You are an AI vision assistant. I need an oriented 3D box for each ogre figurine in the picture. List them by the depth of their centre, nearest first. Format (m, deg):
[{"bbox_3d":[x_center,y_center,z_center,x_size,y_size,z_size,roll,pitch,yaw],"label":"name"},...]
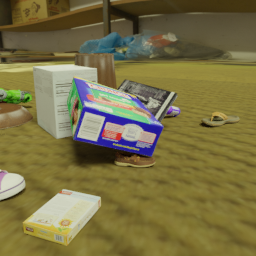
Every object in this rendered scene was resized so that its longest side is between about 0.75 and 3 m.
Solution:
[{"bbox_3d":[-5.741,-1.343,12.067,2.729,1.339,1.636,19,3,12],"label":"ogre figurine"}]

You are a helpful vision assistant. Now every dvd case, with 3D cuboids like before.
[{"bbox_3d":[0.389,-0.855,9.063,1.991,0.159,1.480,19,56,25],"label":"dvd case"}]

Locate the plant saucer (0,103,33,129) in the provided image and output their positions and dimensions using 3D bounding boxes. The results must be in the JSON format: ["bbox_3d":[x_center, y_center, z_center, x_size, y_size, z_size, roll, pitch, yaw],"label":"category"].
[{"bbox_3d":[-4.989,-0.501,10.467,2.717,0.497,2.717,-1,17,0],"label":"plant saucer"}]

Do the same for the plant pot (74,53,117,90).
[{"bbox_3d":[-1.540,-2.311,13.224,2.393,2.369,2.393,1,16,0],"label":"plant pot"}]

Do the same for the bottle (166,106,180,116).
[{"bbox_3d":[1.601,-0.675,10.777,0.919,0.300,0.384,9,-36,-40],"label":"bottle"}]

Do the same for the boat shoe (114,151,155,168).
[{"bbox_3d":[0.160,0.724,6.632,0.980,0.331,0.353,2,16,7],"label":"boat shoe"}]

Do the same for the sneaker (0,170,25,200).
[{"bbox_3d":[-2.948,0.764,5.185,1.953,1.114,0.708,0,15,-4],"label":"sneaker"}]

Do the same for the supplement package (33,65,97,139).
[{"bbox_3d":[-2.072,-0.979,9.312,1.510,2.053,1.963,-11,21,-32],"label":"supplement package"}]

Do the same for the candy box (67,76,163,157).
[{"bbox_3d":[-0.458,-0.360,7.118,1.967,0.896,2.327,14,19,-22],"label":"candy box"}]

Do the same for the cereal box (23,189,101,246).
[{"bbox_3d":[-1.029,1.403,4.576,0.789,0.217,1.097,7,18,21],"label":"cereal box"}]

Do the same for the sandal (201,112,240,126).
[{"bbox_3d":[3.330,-0.379,10.093,1.667,0.450,0.669,-8,18,-24],"label":"sandal"}]
